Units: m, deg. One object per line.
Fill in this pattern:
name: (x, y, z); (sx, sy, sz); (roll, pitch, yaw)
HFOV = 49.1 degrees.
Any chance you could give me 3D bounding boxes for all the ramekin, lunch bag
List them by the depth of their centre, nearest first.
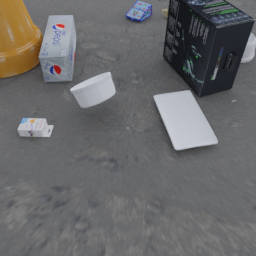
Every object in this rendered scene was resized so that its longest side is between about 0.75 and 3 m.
ramekin: (-0.859, -0.959, 7.174); (1.109, 0.541, 1.109); (-21, 19, 7)
ramekin: (3.759, -2.867, 9.645); (1.291, 0.677, 1.291); (0, 46, 0)
lunch bag: (0.434, -4.814, 11.788); (0.761, 0.476, 1.011); (28, 64, 24)

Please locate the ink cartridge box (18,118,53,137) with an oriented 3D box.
ink cartridge box: (-2.345, -0.013, 7.150); (0.766, 0.260, 0.441); (2, 46, 2)

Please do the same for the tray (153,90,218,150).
tray: (1.440, -0.222, 7.366); (1.103, 0.228, 2.054); (-8, 46, -7)

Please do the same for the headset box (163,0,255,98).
headset box: (2.197, -2.507, 8.188); (1.195, 2.242, 2.575); (-16, 48, -15)

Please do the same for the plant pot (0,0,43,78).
plant pot: (-4.203, -3.344, 8.872); (2.658, 2.433, 2.658); (0, 46, 0)

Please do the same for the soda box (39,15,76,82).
soda box: (-2.256, -2.703, 9.299); (0.874, 0.940, 2.754); (-3, 46, -3)

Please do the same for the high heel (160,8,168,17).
high heel: (1.876, -4.955, 11.875); (0.989, 0.353, 0.705); (21, 54, -2)
